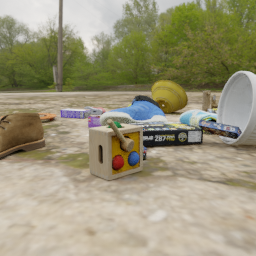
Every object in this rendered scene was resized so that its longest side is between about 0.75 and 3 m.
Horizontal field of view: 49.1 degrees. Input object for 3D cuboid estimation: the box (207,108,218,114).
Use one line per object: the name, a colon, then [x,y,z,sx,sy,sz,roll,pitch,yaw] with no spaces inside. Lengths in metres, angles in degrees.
box: [4.654,-0.781,14.554,0.835,0.254,1.036,-10,21,7]

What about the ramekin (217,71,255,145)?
ramekin: [3.738,-0.524,8.538,1.182,2.251,2.251,9,9,-6]

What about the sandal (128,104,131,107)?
sandal: [0.807,-1.308,17.754,1.666,0.662,0.725,2,5,1]

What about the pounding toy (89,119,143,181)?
pounding toy: [-0.219,0.359,5.792,1.166,1.267,0.901,-9,13,-43]

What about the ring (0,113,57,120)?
ring: [-4.948,-0.500,14.059,2.664,0.256,2.664,0,10,0]

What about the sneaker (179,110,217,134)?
sneaker: [2.797,-0.265,10.935,2.052,0.816,1.339,5,9,32]

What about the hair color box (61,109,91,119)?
hair color box: [-2.823,-0.785,15.103,1.426,0.462,0.780,5,10,18]

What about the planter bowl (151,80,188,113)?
planter bowl: [2.308,-1.650,17.011,2.424,2.424,1.010,7,48,36]

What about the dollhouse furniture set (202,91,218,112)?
dollhouse furniture set: [5.218,-1.285,15.138,1.651,1.415,1.737,-9,13,-42]

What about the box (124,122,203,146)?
box: [1.089,0.168,9.170,2.146,0.527,1.730,-2,7,-14]

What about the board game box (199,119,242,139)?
board game box: [2.810,0.060,8.473,1.167,0.202,0.790,14,-11,37]

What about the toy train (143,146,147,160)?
toy train: [0.386,0.647,7.403,0.235,0.175,1.026,4,10,2]

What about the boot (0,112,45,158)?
boot: [-3.440,0.192,7.390,1.076,1.103,2.924,7,13,27]

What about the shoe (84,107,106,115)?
shoe: [-1.962,-1.020,16.622,1.266,0.452,0.576,10,11,23]

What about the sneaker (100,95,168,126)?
sneaker: [0.139,-0.561,10.414,2.578,0.990,1.434,0,46,-18]

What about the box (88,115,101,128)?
box: [-0.058,-0.299,11.888,2.723,0.532,1.863,-9,13,-41]
